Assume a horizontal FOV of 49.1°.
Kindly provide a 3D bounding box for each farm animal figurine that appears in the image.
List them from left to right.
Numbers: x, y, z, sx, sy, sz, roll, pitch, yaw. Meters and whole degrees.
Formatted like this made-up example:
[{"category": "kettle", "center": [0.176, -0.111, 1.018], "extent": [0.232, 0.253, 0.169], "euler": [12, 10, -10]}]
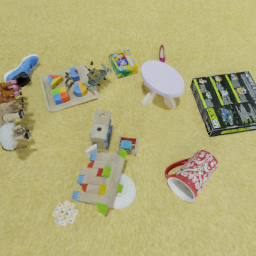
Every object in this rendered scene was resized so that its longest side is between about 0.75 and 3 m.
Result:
[{"category": "farm animal figurine", "center": [-4.932, -0.489, 11.078], "extent": [1.555, 2.983, 2.950], "euler": [-15, 88, -12]}]

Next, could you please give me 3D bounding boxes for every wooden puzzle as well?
[{"category": "wooden puzzle", "center": [-2.714, -1.958, 12.787], "extent": [2.338, 0.541, 2.166], "euler": [-17, 59, -10]}]

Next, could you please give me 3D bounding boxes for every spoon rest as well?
[{"category": "spoon rest", "center": [-0.695, 1.806, 10.428], "extent": [1.259, 0.768, 2.533], "euler": [-31, 76, -17]}]

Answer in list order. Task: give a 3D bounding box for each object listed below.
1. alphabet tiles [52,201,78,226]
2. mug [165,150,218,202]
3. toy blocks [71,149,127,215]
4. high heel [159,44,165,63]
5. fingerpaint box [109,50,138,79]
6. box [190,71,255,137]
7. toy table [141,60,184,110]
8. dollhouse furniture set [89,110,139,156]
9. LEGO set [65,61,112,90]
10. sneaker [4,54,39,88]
[{"category": "alphabet tiles", "center": [-2.218, 3.025, 9.936], "extent": [0.820, 0.061, 0.839], "euler": [18, 60, 10]}, {"category": "mug", "center": [2.293, 1.560, 10.253], "extent": [1.528, 1.149, 1.722], "euler": [39, 62, 20]}, {"category": "toy blocks", "center": [-1.105, 1.808, 10.007], "extent": [1.594, 1.165, 2.331], "euler": [-3, 62, 37]}, {"category": "high heel", "center": [1.702, -3.701, 13.935], "extent": [0.316, 0.451, 0.939], "euler": [-6, 58, -4]}, {"category": "fingerpaint box", "center": [-0.228, -3.103, 13.551], "extent": [1.065, 0.468, 1.277], "euler": [-17, 59, -11]}, {"category": "box", "center": [4.449, -1.117, 12.200], "extent": [2.746, 0.676, 2.844], "euler": [-10, 59, -4]}, {"category": "toy table", "center": [1.424, -1.810, 12.254], "extent": [2.025, 1.290, 2.203], "euler": [-23, 60, -14]}, {"category": "dollhouse furniture set", "center": [-0.456, 0.209, 10.964], "extent": [1.758, 1.239, 1.232], "euler": [7, 62, 5]}, {"category": "LEGO set", "center": [-1.738, -2.267, 12.601], "extent": [2.218, 0.629, 1.441], "euler": [7, 68, 18]}, {"category": "sneaker", "center": [-4.731, -2.598, 13.055], "extent": [1.060, 0.731, 1.905], "euler": [37, 69, 27]}]
